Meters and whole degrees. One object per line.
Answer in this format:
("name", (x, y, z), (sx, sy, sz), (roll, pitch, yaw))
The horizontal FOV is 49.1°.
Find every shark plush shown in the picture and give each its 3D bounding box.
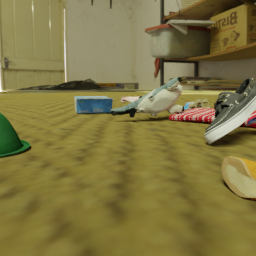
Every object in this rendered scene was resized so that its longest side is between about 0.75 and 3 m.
("shark plush", (0.711, -0.766, 8.921), (2.539, 1.153, 1.057), (-31, 33, -10))

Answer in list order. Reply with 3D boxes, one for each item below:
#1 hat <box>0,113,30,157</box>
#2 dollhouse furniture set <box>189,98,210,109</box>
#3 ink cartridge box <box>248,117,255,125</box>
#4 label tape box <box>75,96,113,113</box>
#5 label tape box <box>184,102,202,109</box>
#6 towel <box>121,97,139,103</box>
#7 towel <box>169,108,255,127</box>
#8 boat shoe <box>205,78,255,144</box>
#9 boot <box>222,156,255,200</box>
("hat", (-2.417, -0.294, 4.793), (1.336, 1.420, 1.613), (-3, 10, -17))
("dollhouse furniture set", (2.860, -0.838, 11.761), (0.802, 0.504, 0.907), (-25, -9, 41))
("ink cartridge box", (4.015, -0.282, 5.999), (2.621, 1.000, 1.788), (6, 11, 23))
("label tape box", (-1.385, -0.921, 11.171), (1.404, 0.616, 1.947), (-2, 9, -12))
("label tape box", (2.912, -1.027, 12.854), (0.920, 0.304, 0.659), (2, 9, 0))
("towel", (0.761, -1.260, 12.866), (1.845, 0.276, 1.350), (-5, 14, -28))
("towel", (2.929, -0.354, 8.715), (2.730, 0.307, 1.974), (5, 12, 38))
("boat shoe", (2.168, -0.463, 5.820), (2.185, 0.724, 0.764), (-34, -8, -30))
("boot", (1.571, 0.580, 2.929), (0.764, 0.376, 1.068), (3, 12, -17))
